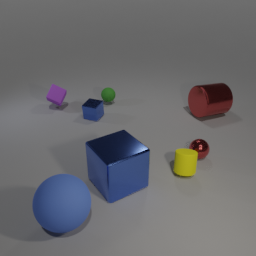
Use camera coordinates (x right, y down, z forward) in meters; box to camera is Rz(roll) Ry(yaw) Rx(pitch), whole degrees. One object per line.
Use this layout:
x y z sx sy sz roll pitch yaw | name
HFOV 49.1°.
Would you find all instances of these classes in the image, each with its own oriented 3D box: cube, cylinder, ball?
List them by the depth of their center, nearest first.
-1.609 1.833 6.877 1.400 1.400 1.400 0 30 0 | ball
-0.317 1.099 8.413 1.400 1.400 1.400 -18 34 -28 | cube
1.834 1.083 8.937 0.700 0.700 0.700 3 13 -1 | cylinder
2.476 0.723 9.736 0.700 0.700 0.700 0 30 0 | ball
-1.534 -0.805 12.361 0.700 0.700 0.700 12 38 19 | cube
3.624 -1.244 12.398 1.400 1.400 1.400 -10 31 -23 | cylinder
-3.314 -1.520 13.005 0.700 0.700 0.700 24 -11 -9 | cube
-0.954 -1.613 13.568 0.700 0.700 0.700 0 30 0 | ball
